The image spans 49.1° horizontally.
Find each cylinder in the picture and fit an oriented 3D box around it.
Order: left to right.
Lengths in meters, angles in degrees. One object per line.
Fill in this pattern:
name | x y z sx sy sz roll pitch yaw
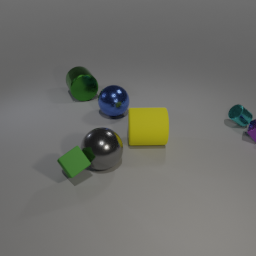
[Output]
cylinder | -2.350 -2.262 14.229 1.400 1.400 1.400 -11 32 -18
cylinder | 0.727 -0.057 10.457 1.400 1.400 1.400 -1 30 -1
cylinder | 4.648 -0.519 11.587 0.700 0.700 0.700 29 19 -26

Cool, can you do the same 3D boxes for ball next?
ball | -0.856 0.679 9.219 1.400 1.400 1.400 0 30 0
ball | -0.632 -1.203 12.422 1.400 1.400 1.400 0 30 0

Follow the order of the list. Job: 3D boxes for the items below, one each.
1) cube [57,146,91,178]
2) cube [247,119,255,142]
cube | -1.661 1.047 8.553 0.700 0.700 0.700 -36 1 -21
cube | 5.042 0.068 10.522 0.700 0.700 0.700 -31 17 49
